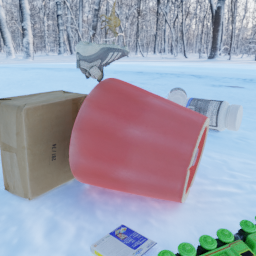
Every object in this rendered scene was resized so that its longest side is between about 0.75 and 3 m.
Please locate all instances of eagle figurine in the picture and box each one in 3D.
[{"bbox_3d":[-1.674,-3.067,14.753,0.880,0.875,1.159,-7,56,29],"label":"eagle figurine"}]

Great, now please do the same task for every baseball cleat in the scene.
[{"bbox_3d":[-0.554,-1.452,5.975,0.520,0.794,1.491,23,23,37],"label":"baseball cleat"}]

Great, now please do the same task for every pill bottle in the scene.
[{"bbox_3d":[3.387,-0.541,11.288,2.150,1.223,1.223,11,20,32],"label":"pill bottle"},{"bbox_3d":[2.660,-1.620,15.095,1.049,1.049,1.841,3,18,10],"label":"pill bottle"}]

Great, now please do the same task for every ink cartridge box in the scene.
[{"bbox_3d":[-0.066,2.030,4.758,0.818,0.192,0.808,17,22,39],"label":"ink cartridge box"}]

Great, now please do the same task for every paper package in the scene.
[{"bbox_3d":[-1.983,0.286,6.966,1.151,2.224,2.120,13,20,35],"label":"paper package"}]

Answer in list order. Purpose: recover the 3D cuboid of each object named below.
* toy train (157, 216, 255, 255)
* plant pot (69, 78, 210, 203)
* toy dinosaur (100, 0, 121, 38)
[{"bbox_3d":[1.533,1.994,4.380,2.520,0.526,0.711,-9,29,-25],"label":"toy train"},{"bbox_3d":[0.424,0.371,6.447,2.419,2.734,2.734,16,22,20],"label":"plant pot"},{"bbox_3d":[-0.571,-3.550,9.218,0.671,1.327,0.386,-2,-5,2],"label":"toy dinosaur"}]
